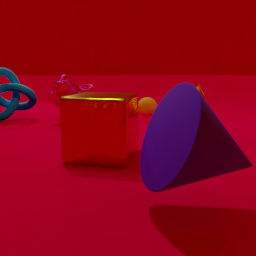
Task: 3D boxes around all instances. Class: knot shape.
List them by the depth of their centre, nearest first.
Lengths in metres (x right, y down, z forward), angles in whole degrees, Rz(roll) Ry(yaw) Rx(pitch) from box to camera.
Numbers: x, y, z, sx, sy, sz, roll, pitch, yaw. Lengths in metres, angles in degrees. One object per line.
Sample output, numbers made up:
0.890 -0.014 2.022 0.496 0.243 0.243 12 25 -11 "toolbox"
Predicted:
-4.140 -1.117 9.959 1.739 1.859 0.859 10 12 -20 "knot shape"

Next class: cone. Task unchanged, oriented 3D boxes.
1.066 0.302 3.580 1.367 1.361 1.361 19 6 -17 "cone"
2.307 -0.774 10.803 1.437 1.431 1.431 -25 7 12 "cone"

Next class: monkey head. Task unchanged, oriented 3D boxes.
-2.082 -1.187 9.786 1.146 1.901 1.368 35 33 -27 "monkey head"

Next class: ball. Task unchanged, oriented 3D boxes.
0.674 -0.723 9.820 0.705 0.705 0.705 0 12 0 "ball"

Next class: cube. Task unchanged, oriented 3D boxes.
-0.524 -0.031 5.765 1.292 1.292 1.292 3 12 12 "cube"
